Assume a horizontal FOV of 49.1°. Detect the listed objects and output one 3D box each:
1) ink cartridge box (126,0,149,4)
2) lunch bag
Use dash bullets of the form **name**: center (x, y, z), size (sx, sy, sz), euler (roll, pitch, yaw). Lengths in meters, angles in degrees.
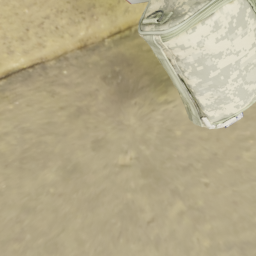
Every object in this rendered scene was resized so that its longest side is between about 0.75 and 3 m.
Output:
- **ink cartridge box**: center (0.177, -4.225, 5.761), size (1.047, 1.843, 2.529), euler (8, 90, 35)
- **lunch bag**: center (1.457, -1.451, 4.826), size (1.797, 2.580, 2.164), euler (27, 74, 47)
